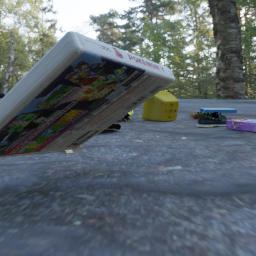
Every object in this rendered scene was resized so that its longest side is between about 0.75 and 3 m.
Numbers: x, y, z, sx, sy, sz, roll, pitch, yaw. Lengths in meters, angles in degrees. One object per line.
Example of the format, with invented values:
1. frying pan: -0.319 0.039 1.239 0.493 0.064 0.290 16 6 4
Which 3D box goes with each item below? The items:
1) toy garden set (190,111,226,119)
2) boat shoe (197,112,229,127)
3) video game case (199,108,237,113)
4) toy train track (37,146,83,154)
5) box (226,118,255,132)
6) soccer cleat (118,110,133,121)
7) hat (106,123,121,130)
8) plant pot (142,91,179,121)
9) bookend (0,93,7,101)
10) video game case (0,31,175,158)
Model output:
1. toy garden set: 4.039 -0.742 14.957 1.591 0.381 1.909 -1 8 -8
2. boat shoe: 3.529 -0.371 11.411 1.760 0.584 0.658 -4 8 -25
3. video game case: 4.547 -0.908 14.330 1.494 0.186 2.087 0 6 7
4. toy train track: -1.735 0.458 6.643 1.314 0.214 0.754 -4 8 -24
5. box: 4.696 -0.095 10.214 1.208 0.345 1.765 -6 9 -36
6. soccer cleat: -0.168 -0.622 13.774 0.931 0.719 2.225 34 14 16
7. hat: -0.987 -0.336 9.928 1.573 0.635 1.573 5 -11 1
8. plant pot: 1.655 -0.973 13.474 1.400 1.401 1.235 -5 20 -34
9. bookend: -5.025 -0.306 8.030 2.947 1.357 2.929 -1 8 -2
10. video game case: -0.765 -0.242 3.924 2.394 0.275 2.182 -33 -16 29
